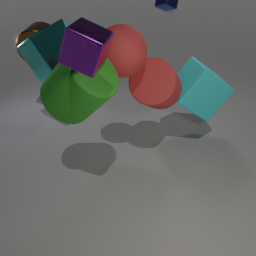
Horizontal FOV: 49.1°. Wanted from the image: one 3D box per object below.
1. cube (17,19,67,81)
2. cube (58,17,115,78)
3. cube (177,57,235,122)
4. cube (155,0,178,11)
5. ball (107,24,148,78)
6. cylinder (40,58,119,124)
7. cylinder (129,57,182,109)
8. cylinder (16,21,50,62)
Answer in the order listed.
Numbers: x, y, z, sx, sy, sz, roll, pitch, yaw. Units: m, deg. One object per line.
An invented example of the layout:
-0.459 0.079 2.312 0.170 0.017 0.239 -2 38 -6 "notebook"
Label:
-2.647 -2.622 9.616 1.400 1.400 1.400 -44 24 -28 "cube"
-0.750 -1.471 5.113 0.700 0.700 0.700 25 38 -1 "cube"
2.479 -1.358 9.730 1.400 1.400 1.400 28 23 -24 "cube"
1.668 -5.488 11.988 0.700 0.700 0.700 5 9 -37 "cube"
-0.170 -2.077 7.589 1.400 1.400 1.400 0 30 0 "ball"
-1.166 -1.000 6.713 1.400 1.400 1.400 -34 5 41 "cylinder"
0.883 -1.321 8.620 1.400 1.400 1.400 11 3 18 "cylinder"
-3.606 -3.432 11.329 1.400 1.400 1.400 0 33 0 "cylinder"
